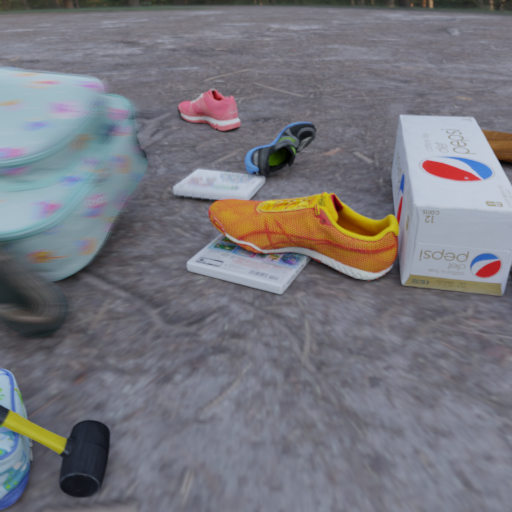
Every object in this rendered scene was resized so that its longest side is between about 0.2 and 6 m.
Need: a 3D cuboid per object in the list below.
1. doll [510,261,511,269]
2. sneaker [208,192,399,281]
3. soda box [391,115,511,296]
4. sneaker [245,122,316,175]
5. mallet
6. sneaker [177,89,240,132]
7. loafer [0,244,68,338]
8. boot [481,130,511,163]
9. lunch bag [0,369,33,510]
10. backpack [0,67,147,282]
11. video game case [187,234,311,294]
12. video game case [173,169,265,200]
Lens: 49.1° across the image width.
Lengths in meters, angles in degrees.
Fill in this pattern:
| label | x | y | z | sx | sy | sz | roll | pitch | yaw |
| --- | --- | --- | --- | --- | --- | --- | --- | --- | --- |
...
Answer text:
| label | x | y | z | sx | sy | sz | roll | pitch | yaw |
| --- | --- | --- | --- | --- | --- | --- | --- | --- | --- |
| doll | 4.223 | 0.218 | 8.425 | 1.055 | 0.256 | 0.720 | 14 | 42 | 20 |
| sneaker | 0.715 | -0.558 | 8.613 | 2.980 | 1.149 | 1.087 | 12 | 34 | 10 |
| soda box | 3.209 | -1.124 | 9.638 | 1.512 | 1.413 | 4.439 | 5 | 30 | 9 |
| sneaker | 0.642 | -2.220 | 11.939 | 0.809 | 0.692 | 1.953 | 25 | 50 | 38 |
| mallet | -2.160 | 1.417 | 5.048 | 2.000 | 0.412 | 0.659 | 42 | 21 | -18 |
| sneaker | -1.287 | -4.136 | 15.395 | 2.267 | 0.983 | 0.835 | 24 | 37 | 37 |
| loafer | -3.586 | 0.022 | 6.799 | 2.816 | 0.886 | 1.012 | 31 | 75 | -6 |
| boot | 5.875 | -2.246 | 11.978 | 3.175 | 1.087 | 2.989 | 15 | 33 | 26 |
| lunch bag | -3.034 | 1.794 | 5.177 | 1.751 | 0.722 | 1.407 | -13 | 33 | -21 |
| backpack | -3.422 | -1.252 | 8.519 | 2.740 | 2.390 | 3.117 | 11 | 63 | 11 |
| video game case | -0.039 | 0.021 | 8.855 | 1.604 | 0.190 | 1.460 | 13 | 31 | 22 |
| video game case | -0.720 | -1.439 | 11.332 | 1.521 | 0.180 | 1.384 | 8 | 25 | 13 |
